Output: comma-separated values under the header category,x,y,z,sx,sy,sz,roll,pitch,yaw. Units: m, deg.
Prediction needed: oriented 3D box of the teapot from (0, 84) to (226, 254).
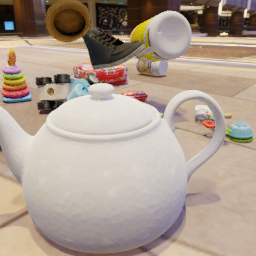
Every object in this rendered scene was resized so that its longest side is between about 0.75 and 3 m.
category,x,y,z,sx,sy,sz,roll,pitch,yaw
teapot,-0.309,0.341,4.643,2.927,2.166,2.966,16,26,33

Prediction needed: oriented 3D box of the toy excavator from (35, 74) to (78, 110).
category,x,y,z,sx,sy,sz,roll,pitch,yaw
toy excavator,-1.894,-1.299,10.226,2.226,1.144,2.289,-3,4,18

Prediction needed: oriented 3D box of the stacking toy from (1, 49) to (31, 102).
category,x,y,z,sx,sy,sz,roll,pitch,yaw
stacking toy,-4.382,-2.038,10.719,1.082,1.971,1.144,-7,33,-19

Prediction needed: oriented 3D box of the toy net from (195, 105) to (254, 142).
category,x,y,z,sx,sy,sz,roll,pitch,yaw
toy net,2.534,-0.163,8.265,1.222,0.450,2.329,-10,22,-17

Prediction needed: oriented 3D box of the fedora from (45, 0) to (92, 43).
category,x,y,z,sx,sy,sz,roll,pitch,yaw
fedora,-1.100,-1.981,5.070,0.867,0.867,0.353,-11,52,-25

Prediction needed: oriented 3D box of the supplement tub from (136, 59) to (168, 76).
category,x,y,z,sx,sy,sz,roll,pitch,yaw
supplement tub,1.331,-3.478,15.479,1.521,1.106,1.106,18,28,37

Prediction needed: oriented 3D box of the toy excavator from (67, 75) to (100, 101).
category,x,y,z,sx,sy,sz,roll,pitch,yaw
toy excavator,-1.429,-0.685,8.543,1.873,0.935,1.821,-16,64,-50

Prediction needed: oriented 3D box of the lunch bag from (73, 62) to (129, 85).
category,x,y,z,sx,sy,sz,roll,pitch,yaw
lunch bag,-1.211,-2.593,13.440,2.406,0.986,2.119,-15,26,-32

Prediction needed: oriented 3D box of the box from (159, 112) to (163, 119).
category,x,y,z,sx,sy,sz,roll,pitch,yaw
box,0.072,-0.319,8.189,0.846,0.704,2.060,-13,26,-32

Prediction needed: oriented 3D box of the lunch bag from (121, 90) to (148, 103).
category,x,y,z,sx,sy,sz,roll,pitch,yaw
lunch bag,0.257,-1.141,10.726,0.957,0.392,0.843,-8,28,-18

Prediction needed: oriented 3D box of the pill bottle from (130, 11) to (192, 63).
category,x,y,z,sx,sy,sz,roll,pitch,yaw
pill bottle,0.901,-2.866,9.175,1.363,1.363,2.495,-8,12,-18

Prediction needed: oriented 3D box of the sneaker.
category,x,y,z,sx,sy,sz,roll,pitch,yaw
sneaker,-0.575,-2.577,8.630,2.307,1.225,0.863,-3,31,45
